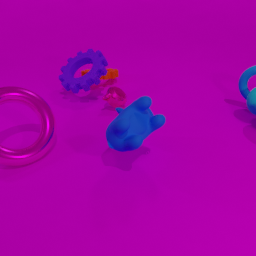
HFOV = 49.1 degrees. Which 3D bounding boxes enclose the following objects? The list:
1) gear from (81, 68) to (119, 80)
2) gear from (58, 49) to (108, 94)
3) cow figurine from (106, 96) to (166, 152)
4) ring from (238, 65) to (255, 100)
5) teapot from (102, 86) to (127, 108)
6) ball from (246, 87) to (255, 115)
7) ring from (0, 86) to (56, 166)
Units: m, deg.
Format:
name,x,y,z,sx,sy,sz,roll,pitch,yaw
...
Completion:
name,x,y,z,sx,sy,sz,roll,pitch,yaw
gear,-1.007,-1.937,10.019,1.322,0.245,1.322,-1,19,0
gear,-1.384,-1.776,8.651,1.560,0.288,1.560,-12,54,17
cow figurine,0.047,-0.058,5.927,1.625,0.892,1.599,-43,9,-33
ring,3.726,-1.179,7.819,1.239,1.239,0.248,18,44,27
teapot,-0.357,-0.873,8.223,1.054,0.516,0.655,-2,52,-52
ball,3.571,-0.707,7.379,0.836,0.836,0.836,0,31,0
ring,-2.440,-0.065,6.087,1.784,1.784,0.357,-26,-1,-36
